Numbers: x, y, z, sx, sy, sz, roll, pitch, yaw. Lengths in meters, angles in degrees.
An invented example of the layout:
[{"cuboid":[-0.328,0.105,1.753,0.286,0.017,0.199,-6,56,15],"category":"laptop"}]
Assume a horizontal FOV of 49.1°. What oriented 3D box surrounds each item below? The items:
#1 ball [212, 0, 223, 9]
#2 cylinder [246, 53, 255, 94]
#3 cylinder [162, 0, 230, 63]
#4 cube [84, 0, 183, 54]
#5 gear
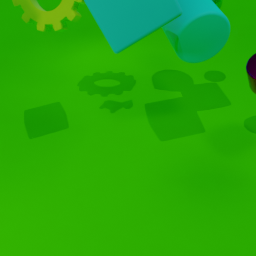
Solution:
[{"cuboid":[2.102,-3.346,7.425,0.772,0.772,0.772,0,40,0],"category":"ball"},{"cuboid":[2.987,-1.170,6.048,0.749,0.749,0.749,-12,63,24],"category":"cylinder"},{"cuboid":[1.529,-2.426,6.615,1.286,1.286,1.286,-8,50,-10],"category":"cylinder"},{"cuboid":[0.043,-2.211,4.892,1.256,1.256,1.256,-28,16,12],"category":"cube"},{"cuboid":[-1.878,-3.271,6.651,1.860,1.860,0.344,11,18,12],"category":"gear"}]
